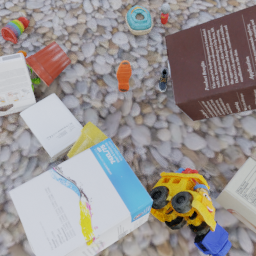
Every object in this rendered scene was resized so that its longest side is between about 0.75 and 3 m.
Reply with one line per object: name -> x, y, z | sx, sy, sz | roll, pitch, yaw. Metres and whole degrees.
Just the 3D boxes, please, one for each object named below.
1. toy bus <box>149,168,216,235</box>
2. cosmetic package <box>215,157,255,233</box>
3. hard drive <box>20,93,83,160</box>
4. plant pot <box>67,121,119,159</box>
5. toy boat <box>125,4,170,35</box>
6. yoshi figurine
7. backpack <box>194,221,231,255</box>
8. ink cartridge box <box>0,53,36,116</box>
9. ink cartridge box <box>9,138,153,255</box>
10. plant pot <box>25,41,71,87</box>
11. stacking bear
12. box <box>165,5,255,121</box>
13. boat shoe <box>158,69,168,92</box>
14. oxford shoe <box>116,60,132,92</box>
toy bus -> 1.709, 1.896, 8.109 | 1.955, 1.327, 1.877 | -6, 38, 48
cosmetic package -> 4.224, 2.405, 8.174 | 2.835, 1.237, 1.465 | 40, 67, 21
hard drive -> -2.710, -0.119, 10.225 | 1.508, 0.305, 2.285 | -35, 66, -18
plant pot -> -1.221, 0.711, 9.195 | 1.401, 1.401, 1.318 | 42, 82, 22
toy boat -> 0.909, -5.128, 12.839 | 2.051, 0.953, 1.724 | -11, 59, -6
yoshi figurine -> -3.982, -1.964, 10.887 | 1.110, 1.106, 1.975 | 6, 72, -16
backpack -> 2.330, 3.212, 7.860 | 0.789, 0.971, 0.815 | -34, 75, -22
ink cartridge box -> -4.651, -1.403, 9.939 | 2.369, 2.087, 0.530 | -16, 45, -17
ink cartridge box -> -1.187, 2.205, 7.736 | 2.962, 2.173, 2.163 | -28, 64, -16
plant pot -> -3.017, -2.534, 10.804 | 1.331, 1.369, 1.369 | -41, 66, -6
stacking bear -> -5.015, -4.550, 12.680 | 0.786, 0.736, 1.294 | 23, 57, 13
box -> 3.054, -1.857, 8.993 | 2.920, 2.397, 2.422 | -12, 73, 25
boat shoe -> 1.412, -1.922, 11.228 | 0.335, 0.430, 0.948 | 6, 59, 4
oxford shoe -> -0.170, -2.022, 10.408 | 0.549, 1.540, 0.561 | 2, 57, -6
